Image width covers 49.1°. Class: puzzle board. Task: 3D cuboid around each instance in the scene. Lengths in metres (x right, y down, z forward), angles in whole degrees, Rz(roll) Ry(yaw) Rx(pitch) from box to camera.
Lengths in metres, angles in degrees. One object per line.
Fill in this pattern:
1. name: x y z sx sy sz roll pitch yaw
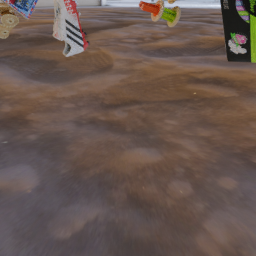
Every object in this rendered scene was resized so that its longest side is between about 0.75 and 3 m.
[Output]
1. puzzle board: -2.379 -3.359 5.859 0.158 1.372 1.821 -17 52 41

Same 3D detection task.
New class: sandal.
1. sandal: -3.645 -3.044 7.982 2.821 0.928 1.035 18 26 36

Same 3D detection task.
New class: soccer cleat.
1. soccer cleat: -1.769 -2.958 7.806 0.907 2.129 0.730 -34 52 -14

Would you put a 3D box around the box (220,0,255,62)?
1. box: 2.504 -2.285 4.638 1.635 2.202 1.369 9 66 29

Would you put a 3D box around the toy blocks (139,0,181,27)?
1. toy blocks: 0.584 -3.450 7.287 1.572 1.310 0.571 9 -16 -26
